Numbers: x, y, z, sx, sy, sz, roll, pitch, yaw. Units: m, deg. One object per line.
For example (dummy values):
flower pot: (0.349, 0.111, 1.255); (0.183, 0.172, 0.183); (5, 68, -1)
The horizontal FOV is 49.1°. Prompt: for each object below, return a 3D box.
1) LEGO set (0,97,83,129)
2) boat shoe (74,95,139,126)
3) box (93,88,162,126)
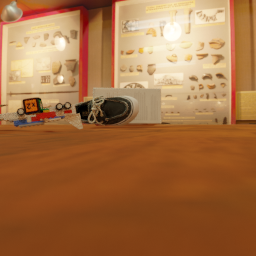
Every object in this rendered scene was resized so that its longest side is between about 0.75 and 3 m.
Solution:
LEGO set: (-2.005, -0.079, 4.619); (2.445, 0.600, 1.826); (-9, 1, 28)
boat shoe: (-0.825, -0.509, 8.092); (2.390, 0.882, 0.816); (3, 0, 37)
box: (-0.076, -0.764, 11.012); (2.503, 1.331, 1.906); (0, -1, -3)
